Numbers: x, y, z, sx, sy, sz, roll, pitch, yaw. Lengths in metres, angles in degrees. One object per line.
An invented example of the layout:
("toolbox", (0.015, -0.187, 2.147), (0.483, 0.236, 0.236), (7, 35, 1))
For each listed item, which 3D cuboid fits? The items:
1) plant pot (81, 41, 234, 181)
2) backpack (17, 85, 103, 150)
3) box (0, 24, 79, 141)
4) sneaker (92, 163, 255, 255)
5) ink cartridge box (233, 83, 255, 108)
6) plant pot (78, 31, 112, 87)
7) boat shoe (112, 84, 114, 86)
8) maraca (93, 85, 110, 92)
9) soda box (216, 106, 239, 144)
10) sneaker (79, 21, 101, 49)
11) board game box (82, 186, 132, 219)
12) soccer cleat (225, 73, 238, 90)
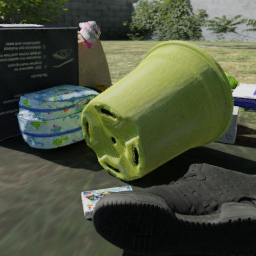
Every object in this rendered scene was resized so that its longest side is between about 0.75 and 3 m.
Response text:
("plant pot", (0.436, -0.215, 5.762), (2.540, 2.540, 2.335), (19, 40, 40))
("backpack", (-1.568, -0.314, 6.985), (1.878, 1.770, 2.302), (23, 47, 39))
("box", (-2.918, -1.426, 7.841), (1.639, 2.792, 2.746), (22, 29, 39))
("sneaker", (0.948, 1.088, 4.146), (2.789, 0.837, 1.454), (5, 21, 0))
("ink cartridge box", (4.651, -1.188, 10.524), (1.273, 0.502, 2.561), (11, 22, 27))
("plant pot", (-2.184, -2.341, 10.382), (2.415, 2.141, 2.418), (24, 38, 29))
("boat shoe", (-0.756, -1.617, 11.643), (1.359, 0.481, 0.617), (-3, 19, -11))
("maraca", (-1.092, -1.006, 9.751), (0.974, 0.760, 1.420), (2, 39, 47))
("soda box", (1.700, -0.242, 7.577), (2.369, 0.809, 0.751), (8, 22, 21))
("sneaker", (-1.220, -3.168, 9.263), (0.615, 0.567, 1.393), (-22, 49, 7))
("board game box", (-0.310, 1.216, 4.655), (0.866, 0.150, 0.547), (-5, 21, -12))
("soccer cleat", (3.479, -2.113, 12.571), (1.211, 1.009, 2.987), (14, 6, -35))
